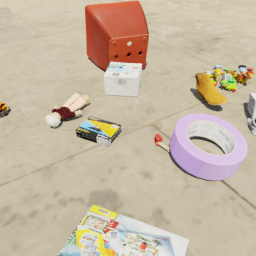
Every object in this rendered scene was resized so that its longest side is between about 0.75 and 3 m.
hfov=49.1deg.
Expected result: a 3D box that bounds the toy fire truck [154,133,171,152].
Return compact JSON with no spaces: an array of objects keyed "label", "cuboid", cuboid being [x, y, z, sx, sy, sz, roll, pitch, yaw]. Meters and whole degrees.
[{"label":"toy fire truck","cuboid":[1.506,0.563,9.026,0.892,0.308,1.265,-17,41,-21]}]

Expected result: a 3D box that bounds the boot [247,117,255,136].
[{"label":"boot","cuboid":[4.505,-0.200,9.912,0.364,0.473,0.989,4,37,5]}]

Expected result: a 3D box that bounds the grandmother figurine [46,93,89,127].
[{"label":"grandmother figurine","cuboid":[-2.336,-0.663,10.461,1.217,0.608,2.007,1,31,29]}]

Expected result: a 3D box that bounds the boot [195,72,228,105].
[{"label":"boot","cuboid":[3.147,-1.565,10.816,0.574,1.169,1.633,-25,25,-16]}]

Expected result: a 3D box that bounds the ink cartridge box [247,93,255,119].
[{"label":"ink cartridge box","cuboid":[5.374,-0.733,10.250,1.683,0.699,1.234,8,23,11]}]

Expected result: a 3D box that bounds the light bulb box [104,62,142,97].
[{"label":"light bulb box","cuboid":[-0.182,-2.128,12.129,1.461,0.920,1.474,5,37,7]}]

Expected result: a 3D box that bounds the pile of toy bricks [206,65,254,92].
[{"label":"pile of toy bricks","cuboid":[4.477,-2.061,12.186,2.056,1.140,1.015,4,75,-12]}]

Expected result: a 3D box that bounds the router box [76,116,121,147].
[{"label":"router box","cuboid":[-0.999,0.092,9.639,1.283,0.328,0.957,16,39,20]}]

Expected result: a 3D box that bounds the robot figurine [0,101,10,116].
[{"label":"robot figurine","cuboid":[-5.195,-0.597,10.476,1.091,0.438,1.504,17,40,19]}]

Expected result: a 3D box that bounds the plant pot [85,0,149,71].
[{"label":"plant pot","cuboid":[-0.394,-4.199,13.665,2.801,2.804,2.471,-13,50,-16]}]

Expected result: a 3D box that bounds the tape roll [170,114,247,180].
[{"label":"tape roll","cuboid":[2.399,0.509,8.474,2.161,0.709,2.161,7,41,-6]}]

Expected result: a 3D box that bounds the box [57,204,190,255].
[{"label":"box","cuboid":[-0.109,2.747,5.951,2.454,0.463,1.676,15,39,19]}]
